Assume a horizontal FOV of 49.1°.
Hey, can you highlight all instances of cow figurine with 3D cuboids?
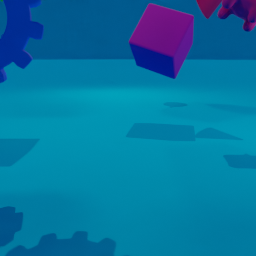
[{"bbox_3d":[2.596,-3.043,6.266,1.423,1.400,0.781,34,-8,11],"label":"cow figurine"}]

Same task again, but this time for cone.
[{"bbox_3d":[2.591,-3.909,8.022,1.092,1.088,1.088,-20,3,32],"label":"cone"}]

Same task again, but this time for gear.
[{"bbox_3d":[-2.154,-1.543,3.795,1.917,1.917,0.354,-4,16,-15],"label":"gear"}]

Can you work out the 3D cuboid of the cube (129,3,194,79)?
[{"bbox_3d":[1.009,-2.485,8.149,1.354,1.354,1.354,24,-10,17],"label":"cube"}]

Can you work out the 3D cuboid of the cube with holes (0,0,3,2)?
[{"bbox_3d":[-2.568,-3.850,7.010,1.118,1.118,1.118,-2,29,0],"label":"cube with holes"}]
